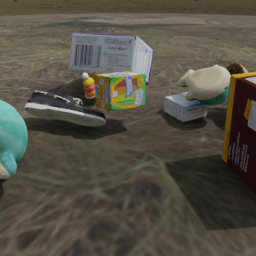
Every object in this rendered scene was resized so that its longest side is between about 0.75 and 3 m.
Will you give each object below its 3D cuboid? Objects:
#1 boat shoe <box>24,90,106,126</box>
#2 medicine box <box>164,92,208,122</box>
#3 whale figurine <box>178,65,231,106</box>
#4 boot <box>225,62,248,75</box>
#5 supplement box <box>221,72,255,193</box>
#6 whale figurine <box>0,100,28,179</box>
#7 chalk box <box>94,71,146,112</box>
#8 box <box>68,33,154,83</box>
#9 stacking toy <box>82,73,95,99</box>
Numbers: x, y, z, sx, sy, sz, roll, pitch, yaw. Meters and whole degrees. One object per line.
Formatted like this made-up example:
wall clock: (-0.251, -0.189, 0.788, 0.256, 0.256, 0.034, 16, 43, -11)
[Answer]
boat shoe: (-1.737, -0.586, 8.001, 2.384, 0.881, 0.719, 9, 68, 13)
medicine box: (1.808, -0.680, 8.828, 0.933, 0.527, 1.024, -14, 30, -25)
whale figurine: (2.291, -1.242, 8.350, 1.422, 0.927, 1.787, -47, 32, -8)
boot: (3.655, -0.717, 8.198, 1.378, 0.964, 2.569, 29, 45, -29)
supplement box: (3.041, 0.172, 5.337, 1.409, 2.093, 2.122, -10, 29, -10)
whale figurine: (-2.661, -0.037, 5.286, 1.363, 2.090, 2.627, -38, -1, -24)
chalk box: (-0.078, -1.051, 7.660, 1.448, 0.904, 0.897, -13, 21, -30)
box: (-0.533, -2.631, 10.830, 2.462, 1.404, 2.677, 9, 6, 16)
stacking toy: (-1.285, -1.477, 9.425, 0.634, 0.868, 0.634, -15, 36, 11)
